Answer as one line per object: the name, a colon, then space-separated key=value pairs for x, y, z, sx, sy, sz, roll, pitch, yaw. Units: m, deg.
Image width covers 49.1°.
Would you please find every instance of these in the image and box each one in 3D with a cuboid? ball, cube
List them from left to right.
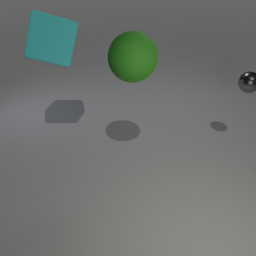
cube: x=-2.478 y=-2.880 z=9.093 sx=1.400 sy=1.400 sz=1.400 roll=11 pitch=16 yaw=-16
ball: x=0.131 y=-1.970 z=7.807 sx=1.400 sy=1.400 sz=1.400 roll=0 pitch=32 yaw=0
ball: x=3.950 y=-1.486 z=9.117 sx=0.700 sy=0.700 sz=0.700 roll=0 pitch=32 yaw=0
